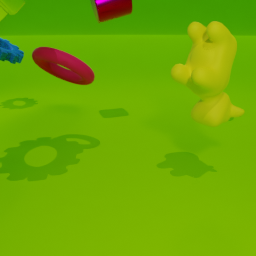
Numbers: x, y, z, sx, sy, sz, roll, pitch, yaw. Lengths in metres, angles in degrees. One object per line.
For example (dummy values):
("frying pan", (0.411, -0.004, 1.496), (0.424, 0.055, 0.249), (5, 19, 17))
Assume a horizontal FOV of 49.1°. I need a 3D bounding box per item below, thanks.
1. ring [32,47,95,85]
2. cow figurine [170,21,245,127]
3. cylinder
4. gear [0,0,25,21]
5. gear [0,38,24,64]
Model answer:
("ring", (-1.207, -1.145, 5.281), (1.216, 0.243, 1.216), (19, -9, 3))
("cow figurine", (1.290, -0.742, 4.213), (1.385, 1.407, 0.772), (16, 5, -42))
("cylinder", (-0.408, -2.936, 6.445), (0.821, 0.821, 0.821), (-19, 23, -6))
("gear", (-1.855, -1.739, 3.571), (1.906, 0.353, 1.906), (-18, 51, 23))
("gear", (-3.952, -2.471, 8.555), (1.467, 0.271, 1.467), (29, 18, -10))
